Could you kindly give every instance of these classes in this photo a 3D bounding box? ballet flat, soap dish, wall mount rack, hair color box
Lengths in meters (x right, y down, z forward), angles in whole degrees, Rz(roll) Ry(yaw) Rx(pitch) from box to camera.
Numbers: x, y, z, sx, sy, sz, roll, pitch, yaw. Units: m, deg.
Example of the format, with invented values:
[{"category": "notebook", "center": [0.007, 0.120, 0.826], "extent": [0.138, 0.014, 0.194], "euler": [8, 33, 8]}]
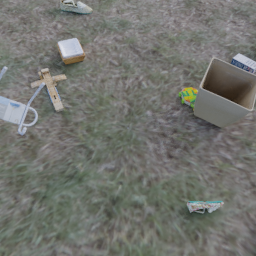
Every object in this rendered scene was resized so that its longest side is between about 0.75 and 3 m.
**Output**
[{"category": "ballet flat", "center": [-2.713, -6.299, 14.504], "extent": [1.741, 0.543, 0.587], "euler": [8, 52, 6]}, {"category": "soap dish", "center": [-2.461, -3.308, 12.123], "extent": [0.974, 0.503, 1.238], "euler": [-17, 53, -13]}, {"category": "wall mount rack", "center": [-3.548, -0.803, 8.603], "extent": [0.764, 2.050, 1.781], "euler": [15, 85, 52]}, {"category": "hair color box", "center": [4.916, -2.686, 11.744], "extent": [0.510, 0.308, 1.019], "euler": [-36, 60, -25]}, {"category": "ballet flat", "center": [2.161, 2.210, 7.844], "extent": [1.013, 0.383, 0.324], "euler": [-2, 81, 4]}]

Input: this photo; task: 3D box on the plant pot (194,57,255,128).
[{"category": "plant pot", "center": [3.166, -1.041, 9.543], "extent": [1.727, 1.529, 1.725], "euler": [27, 55, 6]}]

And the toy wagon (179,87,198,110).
[{"category": "toy wagon", "center": [2.412, -1.111, 10.543], "extent": [0.815, 0.208, 1.051], "euler": [-8, 52, -6]}]

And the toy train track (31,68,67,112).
[{"category": "toy train track", "center": [-2.976, -1.603, 10.825], "extent": [1.408, 0.399, 2.455], "euler": [-19, 54, -14]}]
